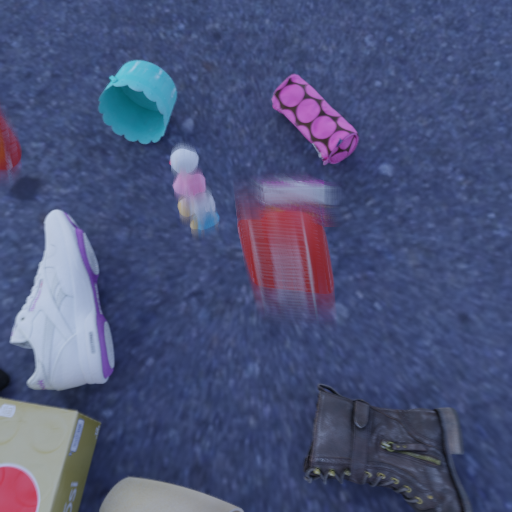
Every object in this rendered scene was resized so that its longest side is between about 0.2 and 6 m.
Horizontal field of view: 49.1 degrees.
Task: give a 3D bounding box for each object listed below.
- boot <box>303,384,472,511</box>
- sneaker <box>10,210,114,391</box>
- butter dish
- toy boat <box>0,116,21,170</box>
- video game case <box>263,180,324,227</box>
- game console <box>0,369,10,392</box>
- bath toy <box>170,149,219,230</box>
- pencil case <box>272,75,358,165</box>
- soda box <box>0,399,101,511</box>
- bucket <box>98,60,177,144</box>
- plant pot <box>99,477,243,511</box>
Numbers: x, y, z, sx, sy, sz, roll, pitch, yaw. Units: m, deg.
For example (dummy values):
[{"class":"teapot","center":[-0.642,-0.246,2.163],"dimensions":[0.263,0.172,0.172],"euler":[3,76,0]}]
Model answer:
[{"class":"boot","center":[1.859,3.306,8.339],"dimensions":[2.325,0.924,2.670],"euler":[3,57,3]},{"class":"sneaker","center":[-3.353,0.673,9.236],"dimensions":[1.570,1.180,3.152],"euler":[-14,68,-6]},{"class":"butter dish","center":[0.502,-0.180,7.668],"dimensions":[1.220,1.217,0.902],"euler":[4,41,22]},{"class":"toy boat","center":[-3.930,-1.684,8.442],"dimensions":[0.580,0.889,0.581],"euler":[-30,42,-11]},{"class":"video game case","center":[0.684,-0.910,9.980],"dimensions":[1.060,0.961,0.190],"euler":[-2,44,6]},{"class":"game console","center":[-5.186,2.237,9.123],"dimensions":[1.731,1.008,1.523],"euler":[32,41,12]},{"class":"bath toy","center":[-0.964,-1.013,8.266],"dimensions":[0.558,1.283,0.474],"euler":[-18,35,-3]},{"class":"pencil case","center":[1.092,-2.634,10.875],"dimensions":[0.881,0.853,1.880],"euler":[-41,70,1]},{"class":"soda box","center":[-3.469,4.166,7.676],"dimensions":[1.388,1.312,4.098],"euler":[9,67,3]},{"class":"bucket","center":[-2.230,-2.951,10.700],"dimensions":[1.409,1.409,0.917],"euler":[13,56,5]},{"class":"plant pot","center":[-1.312,3.860,7.797],"dimensions":[1.718,1.609,1.609],"euler":[20,67,26]}]
